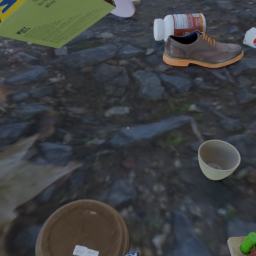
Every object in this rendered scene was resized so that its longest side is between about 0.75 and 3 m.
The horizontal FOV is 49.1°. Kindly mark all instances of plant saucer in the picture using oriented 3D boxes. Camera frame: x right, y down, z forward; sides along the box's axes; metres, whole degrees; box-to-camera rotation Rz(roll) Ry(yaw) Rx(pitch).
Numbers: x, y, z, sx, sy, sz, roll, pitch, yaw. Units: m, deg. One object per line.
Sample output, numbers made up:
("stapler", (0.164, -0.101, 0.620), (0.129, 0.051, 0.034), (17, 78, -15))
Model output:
("plant saucer", (-0.898, 2.201, 5.552), (1.866, 0.275, 1.866), (1, 45, -1))

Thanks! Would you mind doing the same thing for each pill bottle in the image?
("pill bottle", (2.036, -3.976, 11.219), (1.900, 1.066, 1.066), (-4, 45, -3))

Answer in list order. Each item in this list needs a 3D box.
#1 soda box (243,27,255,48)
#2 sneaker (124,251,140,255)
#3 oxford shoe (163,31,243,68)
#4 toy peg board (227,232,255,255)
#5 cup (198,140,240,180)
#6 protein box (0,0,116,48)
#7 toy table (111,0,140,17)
("soda box", (5.454, -3.369, 10.979), (1.659, 0.528, 0.565), (34, 54, 30))
("sneaker", (-0.063, 2.707, 4.954), (0.449, 0.406, 1.054), (41, 64, -8))
("oxford shoe", (2.781, -2.881, 10.095), (2.936, 1.070, 1.047), (-3, 45, -3))
("toy peg board", (2.729, 2.493, 4.947), (1.420, 0.694, 1.414), (-2, 45, -2))
("cup", (2.084, 0.841, 6.629), (0.935, 0.669, 0.935), (0, 45, 0))
("protein box", (-2.045, -3.435, 7.088), (2.336, 1.587, 2.353), (-23, -6, 30))
("toy table", (-0.316, -5.979, 13.042), (1.667, 1.532, 0.976), (28, 63, -6))
